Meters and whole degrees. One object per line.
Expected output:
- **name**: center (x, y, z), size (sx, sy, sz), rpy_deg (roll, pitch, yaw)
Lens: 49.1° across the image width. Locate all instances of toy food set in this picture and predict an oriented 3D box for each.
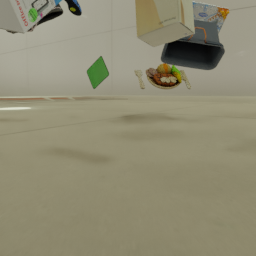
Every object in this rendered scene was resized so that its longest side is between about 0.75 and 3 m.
- **toy food set**: center (1.202, -1.761, 9.417), size (1.805, 0.362, 1.246), rpy_deg (-2, 45, -11)

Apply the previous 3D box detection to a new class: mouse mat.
- **mouse mat**: center (-1.209, -2.189, 11.101), size (0.042, 0.903, 1.123), rpy_deg (-8, -20, -47)

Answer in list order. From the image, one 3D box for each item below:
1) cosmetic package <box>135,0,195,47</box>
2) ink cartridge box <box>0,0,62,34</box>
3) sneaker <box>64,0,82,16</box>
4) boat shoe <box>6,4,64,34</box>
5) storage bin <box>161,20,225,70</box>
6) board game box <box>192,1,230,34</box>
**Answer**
- **cosmetic package**: center (0.527, -2.081, 4.248), size (0.769, 1.463, 0.520), rpy_deg (-9, -10, 37)
- **ink cartridge box**: center (-2.205, -2.759, 5.558), size (1.027, 1.032, 1.407), rpy_deg (18, 56, 20)
- **sneaker**: center (-1.849, -4.285, 9.263), size (0.432, 0.514, 1.311), rpy_deg (4, -18, 19)
- **boat shoe**: center (-2.917, -3.617, 9.102), size (0.884, 0.754, 2.645), rpy_deg (-22, 29, 38)
- **storage bin**: center (2.417, -3.338, 10.535), size (2.178, 1.463, 1.585), rpy_deg (7, -26, -2)
- **board game box**: center (2.968, -4.209, 11.716), size (1.916, 1.916, 0.248), rpy_deg (7, 49, -7)
